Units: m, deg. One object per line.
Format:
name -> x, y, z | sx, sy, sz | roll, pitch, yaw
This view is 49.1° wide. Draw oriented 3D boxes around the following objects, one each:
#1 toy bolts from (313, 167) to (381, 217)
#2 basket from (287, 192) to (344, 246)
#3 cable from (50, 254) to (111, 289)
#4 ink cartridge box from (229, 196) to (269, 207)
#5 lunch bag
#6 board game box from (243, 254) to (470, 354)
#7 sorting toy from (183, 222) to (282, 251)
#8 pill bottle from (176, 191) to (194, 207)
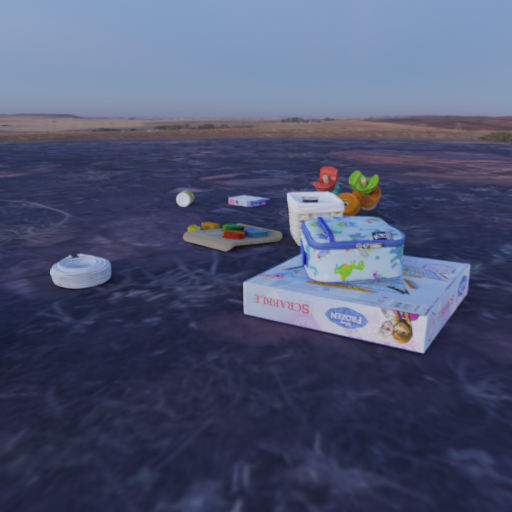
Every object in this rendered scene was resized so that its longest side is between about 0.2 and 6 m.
toy bolts -> 2.549, -1.606, 16.424 | 1.863, 1.292, 1.779 | 21, 64, 29
basket -> 1.356, -0.878, 13.121 | 1.126, 1.025, 1.661 | -1, 15, -3
cable -> -3.170, 0.294, 10.129 | 1.052, 0.364, 1.052 | 6, 18, 22
ink cartridge box -> -0.218, -1.709, 17.604 | 1.170, 0.245, 0.698 | 10, 18, 42
lunch bag -> 1.434, -0.145, 8.823 | 1.506, 0.772, 1.873 | -3, 14, 1
board game box -> 1.677, 0.520, 8.892 | 2.769, 0.570, 2.763 | 9, 18, 31
sorting toy -> -0.803, -0.580, 13.266 | 2.381, 0.319, 1.774 | 14, 20, 43
pill bottle -> -2.210, -1.815, 17.598 | 0.442, 0.442, 0.790 | 1, 16, 5
